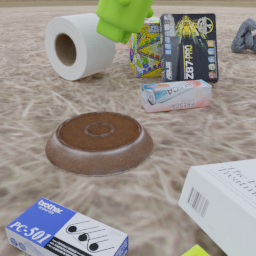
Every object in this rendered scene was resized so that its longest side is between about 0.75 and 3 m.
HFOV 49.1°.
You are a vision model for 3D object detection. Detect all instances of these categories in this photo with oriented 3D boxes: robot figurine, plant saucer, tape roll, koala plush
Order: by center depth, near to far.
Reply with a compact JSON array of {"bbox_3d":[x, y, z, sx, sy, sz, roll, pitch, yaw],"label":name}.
[{"bbox_3d":[-0.660,0.196,6.542,2.532,0.436,2.532,0,29,0],"label":"plant saucer"},{"bbox_3d":[-0.012,-4.023,8.669,1.540,2.663,2.336,33,22,17],"label":"robot figurine"},{"bbox_3d":[-1.841,-3.140,10.806,2.323,2.323,1.595,20,34,33],"label":"tape roll"},{"bbox_3d":[6.552,-4.493,14.591,1.880,1.728,1.667,26,20,4],"label":"koala plush"}]

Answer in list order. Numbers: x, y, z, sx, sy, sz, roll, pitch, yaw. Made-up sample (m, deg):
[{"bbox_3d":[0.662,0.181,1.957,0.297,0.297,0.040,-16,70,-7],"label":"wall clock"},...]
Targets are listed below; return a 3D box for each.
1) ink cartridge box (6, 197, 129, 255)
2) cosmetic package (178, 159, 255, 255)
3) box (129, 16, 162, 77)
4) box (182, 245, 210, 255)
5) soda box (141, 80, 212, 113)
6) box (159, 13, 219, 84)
[{"bbox_3d":[-0.864,1.582,3.979,1.598,0.353,0.751,14,30,26],"label":"ink cartridge box"},{"bbox_3d":[2.412,1.399,3.488,2.196,0.752,2.912,0,24,-32],"label":"cosmetic package"},{"bbox_3d":[0.807,-3.410,11.583,1.301,2.054,2.133,-4,27,-7],"label":"box"},{"bbox_3d":[0.987,2.205,2.688,1.211,0.473,1.986,-19,33,-31],"label":"box"},{"bbox_3d":[1.447,-0.978,8.441,2.033,0.695,0.646,-7,29,-14],"label":"soda box"},{"bbox_3d":[2.178,-2.804,10.077,1.991,2.470,0.606,-2,1,-5],"label":"box"}]
